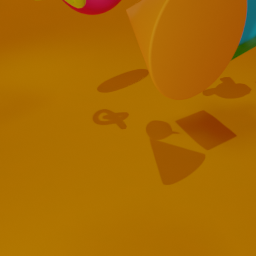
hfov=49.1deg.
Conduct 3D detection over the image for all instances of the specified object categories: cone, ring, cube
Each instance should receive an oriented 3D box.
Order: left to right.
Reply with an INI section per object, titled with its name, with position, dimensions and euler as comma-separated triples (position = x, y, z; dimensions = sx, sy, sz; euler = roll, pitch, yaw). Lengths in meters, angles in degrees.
[ring]
position = -0.676, -3.370, 5.693
dimensions = 2.037, 2.037, 0.407
euler = -25, 45, -30
[cone]
position = 0.337, -1.125, 3.001
dimensions = 1.238, 1.238, 1.243
euler = -22, 43, -27
[cube]
position = 1.456, -1.565, 3.957
dimensions = 0.972, 0.972, 0.972
euler = -30, 85, -9

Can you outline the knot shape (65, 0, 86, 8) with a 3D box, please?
[knot shape]
position = -0.937, -2.060, 3.747
dimensions = 1.022, 1.092, 0.504
euler = 48, 44, -8
